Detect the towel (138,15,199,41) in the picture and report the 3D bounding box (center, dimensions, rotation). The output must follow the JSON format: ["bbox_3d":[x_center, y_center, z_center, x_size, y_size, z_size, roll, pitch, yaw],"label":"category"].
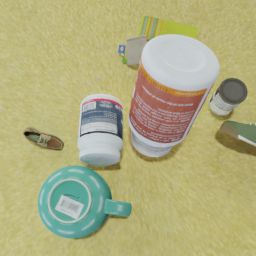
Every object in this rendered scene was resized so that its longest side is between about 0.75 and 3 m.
[{"bbox_3d":[1.266,-3.020,8.925,1.854,0.167,0.798,13,82,3],"label":"towel"}]

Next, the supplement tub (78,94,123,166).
[{"bbox_3d":[-0.710,0.053,7.351,1.159,1.159,1.652,0,65,0],"label":"supplement tub"}]

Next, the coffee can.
[{"bbox_3d":[2.792,-0.856,7.895,0.753,1.029,0.753,0,75,0],"label":"coffee can"}]

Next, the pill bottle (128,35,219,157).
[{"bbox_3d":[0.879,-0.575,6.732,1.633,2.911,1.633,5,52,-7],"label":"pill bottle"}]

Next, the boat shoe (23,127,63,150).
[{"bbox_3d":[-2.392,0.333,7.805,1.139,0.421,0.431,20,96,-7],"label":"boat shoe"}]

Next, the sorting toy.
[{"bbox_3d":[0.297,-2.295,8.320,1.382,0.188,0.778,1,99,38],"label":"sorting toy"}]

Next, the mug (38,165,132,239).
[{"bbox_3d":[-1.155,1.752,7.017,2.140,1.323,1.758,-23,75,-5],"label":"mug"}]

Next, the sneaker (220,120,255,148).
[{"bbox_3d":[3.770,0.091,7.635,2.330,0.781,1.046,25,100,0],"label":"sneaker"}]
